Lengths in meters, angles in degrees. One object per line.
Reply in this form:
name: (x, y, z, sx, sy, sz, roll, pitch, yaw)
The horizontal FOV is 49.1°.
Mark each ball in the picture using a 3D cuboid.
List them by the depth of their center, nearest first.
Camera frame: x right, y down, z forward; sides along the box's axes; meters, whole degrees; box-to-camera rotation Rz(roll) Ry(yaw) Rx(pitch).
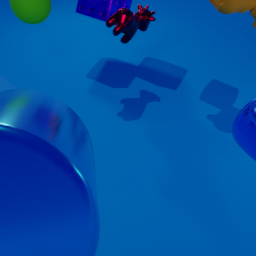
ball: (-2.290, -2.940, 6.608, 0.933, 0.933, 0.933, 0, 46, 0)

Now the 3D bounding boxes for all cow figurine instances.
cow figurine: (2.835, -3.048, 6.801, 1.576, 0.865, 1.550, -29, 85, -24)
cow figurine: (0.120, -2.877, 7.451, 1.261, 1.281, 0.703, -45, 76, 8)

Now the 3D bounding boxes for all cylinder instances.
cylinder: (-0.931, 0.450, 2.190, 1.353, 1.353, 1.353, -7, 16, -7)

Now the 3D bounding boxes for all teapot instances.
teapot: (1.995, 0.063, 3.712, 1.829, 1.137, 0.896, 23, 46, -41)

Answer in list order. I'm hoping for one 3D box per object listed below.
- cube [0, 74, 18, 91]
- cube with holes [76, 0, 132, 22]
cube: (-2.886, -0.547, 5.691, 0.883, 0.883, 0.883, 41, 36, -6)
cube with holes: (-0.691, -3.926, 8.669, 1.166, 1.166, 1.166, 25, 19, 22)
